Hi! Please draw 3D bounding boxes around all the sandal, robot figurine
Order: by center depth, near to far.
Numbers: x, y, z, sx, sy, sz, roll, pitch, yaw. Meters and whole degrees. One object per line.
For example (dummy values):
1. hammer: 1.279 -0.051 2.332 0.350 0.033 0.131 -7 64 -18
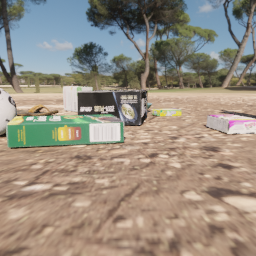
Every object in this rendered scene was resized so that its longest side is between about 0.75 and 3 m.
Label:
1. robot figurine: -3.659 -0.480 7.198 1.563 1.298 2.080 -19 18 -34
2. sandal: -3.782 -0.742 11.570 1.823 0.498 0.745 3 9 16

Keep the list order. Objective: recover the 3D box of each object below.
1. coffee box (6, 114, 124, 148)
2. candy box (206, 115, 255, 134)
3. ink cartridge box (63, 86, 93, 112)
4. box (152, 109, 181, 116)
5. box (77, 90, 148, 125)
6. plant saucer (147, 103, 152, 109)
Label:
1. coffee box: -1.416 0.017 6.477 2.436 0.536 1.498 -2 9 -13
2. candy box: 2.902 -0.126 7.876 0.896 0.401 1.314 -1 9 -9
3. ink cartridge box: -2.438 -1.406 13.573 0.721 1.198 1.648 -8 12 -43
4. box: 1.571 -0.661 11.807 1.179 0.285 0.692 -5 10 -22
5. box: -0.422 -0.798 9.932 2.082 1.095 2.543 1 9 8
6. plant saucer: -0.058 -0.950 13.183 2.388 0.429 2.388 0 8 0
